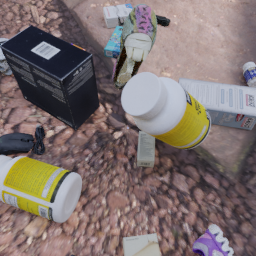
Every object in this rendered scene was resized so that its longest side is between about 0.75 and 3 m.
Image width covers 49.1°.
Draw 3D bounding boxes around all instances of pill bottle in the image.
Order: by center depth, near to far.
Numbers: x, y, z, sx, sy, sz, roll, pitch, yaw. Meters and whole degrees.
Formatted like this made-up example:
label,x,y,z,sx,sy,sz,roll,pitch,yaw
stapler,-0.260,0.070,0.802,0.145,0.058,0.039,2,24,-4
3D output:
label,x,y,z,sx,sy,sz,roll,pitch,yaw
pill bottle,1.034,-0.411,7.330,1.486,2.653,1.486,-13,66,33
pill bottle,-2.763,1.660,8.137,2.554,1.436,1.436,16,55,11
pill bottle,5.095,-2.147,11.412,0.658,0.658,1.099,-5,54,-3

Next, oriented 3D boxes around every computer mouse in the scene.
label,x,y,z,sx,sy,sz,roll,pitch,yaw
computer mouse,-3.775,0.442,9.638,1.744,0.460,1.208,-9,55,-6

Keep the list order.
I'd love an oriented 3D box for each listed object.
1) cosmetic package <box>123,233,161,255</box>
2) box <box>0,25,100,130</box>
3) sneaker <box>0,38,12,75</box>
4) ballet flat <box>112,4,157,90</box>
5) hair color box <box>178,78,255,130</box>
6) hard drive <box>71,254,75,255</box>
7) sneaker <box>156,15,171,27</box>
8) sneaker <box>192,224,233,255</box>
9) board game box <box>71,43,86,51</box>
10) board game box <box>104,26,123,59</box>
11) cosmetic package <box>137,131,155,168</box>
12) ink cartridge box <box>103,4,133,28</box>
label,x,y,z,sx,sy,sz,roll,pitch,yaw
cosmetic package,0.430,3.739,7.104,0.948,0.669,1.831,-7,55,-5
box,-2.622,-1.750,9.926,2.835,2.581,1.476,30,59,20
sneaker,-4.634,-3.081,11.900,2.751,1.034,1.581,-3,54,4
ballet flat,0.120,-1.924,7.483,0.915,2.646,0.942,13,57,-10
hair color box,3.208,-0.920,10.381,2.865,0.868,1.418,9,54,7
hard drive,-1.276,4.383,6.737,1.531,0.480,2.270,16,55,12
sneaker,1.614,-5.423,14.023,1.109,0.421,0.503,27,48,11
sneaker,2.416,3.673,7.090,1.000,0.910,2.262,-24,53,-9
board game box,-2.303,-2.937,11.903,0.792,0.791,0.791,28,58,19
board game box,-0.139,-3.874,12.812,1.371,0.426,1.817,14,55,10
cosmetic package,0.613,0.713,9.420,0.585,0.494,1.132,5,54,4
ink cartridge box,-0.444,-5.583,13.952,1.434,0.604,1.037,-11,55,-8
